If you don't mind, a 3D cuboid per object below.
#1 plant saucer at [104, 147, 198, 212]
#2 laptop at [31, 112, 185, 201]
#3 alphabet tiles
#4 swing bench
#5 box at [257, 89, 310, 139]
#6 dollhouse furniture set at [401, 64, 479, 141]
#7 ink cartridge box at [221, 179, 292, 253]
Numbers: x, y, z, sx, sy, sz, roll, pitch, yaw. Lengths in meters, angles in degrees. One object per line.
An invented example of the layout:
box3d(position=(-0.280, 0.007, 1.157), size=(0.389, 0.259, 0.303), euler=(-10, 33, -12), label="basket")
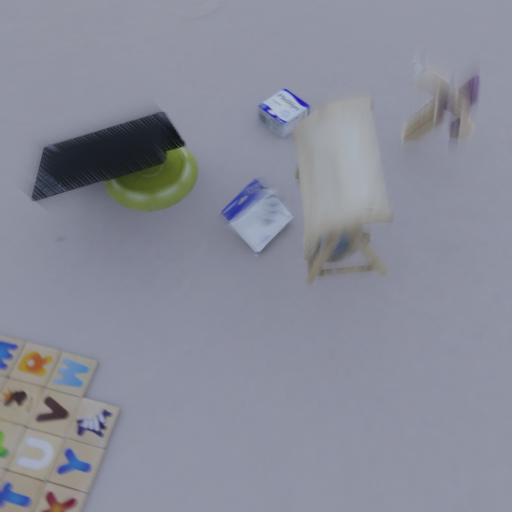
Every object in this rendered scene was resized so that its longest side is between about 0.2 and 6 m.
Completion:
box3d(position=(-2.026, -1.649, 10.724), size=(1.806, 0.281, 1.806), euler=(0, 59, 0), label="plant saucer")
box3d(position=(-2.307, -1.477, 9.337), size=(2.107, 2.378, 1.228), euler=(-15, 80, 3), label="laptop")
box3d(position=(-4.050, 2.637, 8.145), size=(3.718, 0.118, 3.094), euler=(13, 59, 8), label="alphabet tiles")
box3d(position=(1.198, -0.883, 8.209), size=(1.265, 1.950, 1.939), euler=(-6, 63, 7), label="swing bench")
box3d(position=(0.553, -2.917, 11.424), size=(0.802, 0.421, 0.737), euler=(-39, 66, -22), label="box")
box3d(position=(2.854, -2.518, 9.942), size=(1.197, 1.687, 1.336), euler=(24, 62, -17), label="dollhouse furniture set")
box3d(position=(0.025, -0.727, 9.845), size=(0.971, 0.197, 0.969), euler=(48, 68, -14), label="ink cartridge box")
